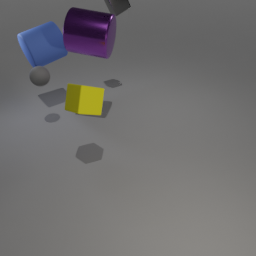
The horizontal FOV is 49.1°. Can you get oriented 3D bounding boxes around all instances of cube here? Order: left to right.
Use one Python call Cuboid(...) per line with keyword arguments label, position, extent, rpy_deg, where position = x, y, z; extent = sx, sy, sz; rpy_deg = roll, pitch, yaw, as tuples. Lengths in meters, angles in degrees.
Cuboid(label="cube", position=(-1.123, -0.736, 7.201), extent=(0.700, 0.700, 0.700), rpy_deg=(2, 10, -42))
Cuboid(label="cube", position=(-0.430, -4.865, 10.830), extent=(0.700, 0.700, 0.700), rpy_deg=(-34, 37, -3))

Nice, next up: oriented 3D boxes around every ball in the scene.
Cuboid(label="ball", position=(-3.061, -1.797, 9.728), extent=(0.700, 0.700, 0.700), rpy_deg=(0, 33, 0))

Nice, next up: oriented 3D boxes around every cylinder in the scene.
Cuboid(label="cylinder", position=(-3.286, -3.203, 10.853), extent=(1.400, 1.400, 1.400), rpy_deg=(-31, 43, -20))
Cuboid(label="cylinder", position=(-1.206, -3.066, 9.089), extent=(1.400, 1.400, 1.400), rpy_deg=(12, 34, 5))
